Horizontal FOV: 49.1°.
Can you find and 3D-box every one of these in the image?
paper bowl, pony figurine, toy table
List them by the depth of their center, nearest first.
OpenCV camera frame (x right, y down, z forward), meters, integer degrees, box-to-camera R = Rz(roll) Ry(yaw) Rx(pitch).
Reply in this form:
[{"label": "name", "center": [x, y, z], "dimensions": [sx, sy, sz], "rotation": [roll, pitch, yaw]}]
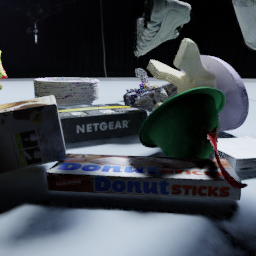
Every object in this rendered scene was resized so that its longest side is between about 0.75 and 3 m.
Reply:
[{"label": "toy table", "center": [1.815, -1.107, 7.987], "dimensions": [1.703, 2.672, 2.907], "rotation": [0, 27, -26]}, {"label": "paper bowl", "center": [-2.417, -1.308, 11.237], "dimensions": [2.568, 1.336, 2.568], "rotation": [0, 12, 0]}, {"label": "pony figurine", "center": [1.121, -2.386, 16.267], "dimensions": [2.138, 1.780, 2.064], "rotation": [9, 13, -41]}]

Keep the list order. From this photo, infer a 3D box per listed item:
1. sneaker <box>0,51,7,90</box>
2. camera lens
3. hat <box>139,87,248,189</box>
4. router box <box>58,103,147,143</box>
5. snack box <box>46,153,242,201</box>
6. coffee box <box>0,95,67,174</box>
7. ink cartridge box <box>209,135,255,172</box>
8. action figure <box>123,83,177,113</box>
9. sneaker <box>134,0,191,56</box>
[{"label": "sneaker", "center": [-3.557, -1.552, 7.588], "dimensions": [0.552, 1.223, 0.478], "rotation": [14, -17, -34]}, {"label": "camera lens", "center": [2.873, -2.592, 5.494], "dimensions": [1.487, 1.859, 1.487], "rotation": [-24, 33, 17]}, {"label": "hat", "center": [1.338, 0.546, 4.978], "dimensions": [2.211, 1.831, 1.946], "rotation": [3, 48, -42]}, {"label": "router box", "center": [-1.000, -0.224, 7.874], "dimensions": [2.500, 0.653, 1.966], "rotation": [-6, 14, -27]}, {"label": "snack box", "center": [0.221, 0.714, 4.342], "dimensions": [2.718, 0.330, 0.977], "rotation": [1, 12, 7]}, {"label": "coffee box", "center": [-2.329, 0.162, 4.630], "dimensions": [2.407, 0.961, 1.361], "rotation": [-12, 14, -14]}, {"label": "ink cartridge box", "center": [2.304, 0.475, 5.562], "dimensions": [1.394, 0.283, 1.391], "rotation": [-3, 13, -15]}, {"label": "action figure", "center": [0.815, -0.914, 9.636], "dimensions": [1.924, 1.026, 2.957], "rotation": [-19, 8, -14]}, {"label": "sneaker", "center": [0.715, -2.349, 6.802], "dimensions": [0.999, 0.926, 2.465], "rotation": [1, -2, -10]}]
